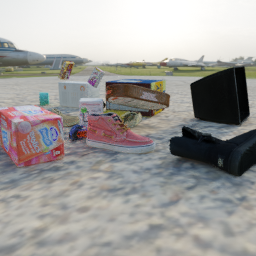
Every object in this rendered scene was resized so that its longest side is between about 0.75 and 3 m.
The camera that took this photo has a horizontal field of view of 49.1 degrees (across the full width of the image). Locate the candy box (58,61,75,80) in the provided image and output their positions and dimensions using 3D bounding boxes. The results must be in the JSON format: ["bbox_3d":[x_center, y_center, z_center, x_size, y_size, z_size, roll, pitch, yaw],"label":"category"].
[{"bbox_3d":[-2.752,-2.561,12.471,0.237,0.840,0.490,37,26,20],"label":"candy box"}]

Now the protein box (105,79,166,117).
[{"bbox_3d":[0.459,-1.677,14.762,2.470,1.666,2.452,6,15,23],"label":"protein box"}]

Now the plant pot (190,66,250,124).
[{"bbox_3d":[4.220,-1.453,12.978,2.137,2.404,2.409,-5,9,32],"label":"plant pot"}]

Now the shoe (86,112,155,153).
[{"bbox_3d":[-0.275,0.109,8.700,2.316,1.053,0.827,6,15,23],"label":"shoe"}]

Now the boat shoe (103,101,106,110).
[{"bbox_3d":[-1.633,-0.892,13.930,0.629,0.698,1.935,-34,17,20],"label":"boat shoe"}]

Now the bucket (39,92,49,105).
[{"bbox_3d":[-5.150,-1.805,17.197,0.559,0.860,0.860,-3,14,-12],"label":"bucket"}]

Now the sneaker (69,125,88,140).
[{"bbox_3d":[-1.485,0.140,9.846,0.529,0.508,1.349,19,25,40],"label":"sneaker"}]

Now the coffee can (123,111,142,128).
[{"bbox_3d":[0.207,-0.375,11.712,0.581,0.581,0.793,5,14,19],"label":"coffee can"}]

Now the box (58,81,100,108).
[{"bbox_3d":[-2.888,-1.992,16.562,2.314,1.439,1.128,9,16,33],"label":"box"}]

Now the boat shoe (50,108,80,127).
[{"bbox_3d":[-3.103,-0.448,11.750,2.170,0.705,0.783,-1,14,-4],"label":"boat shoe"}]

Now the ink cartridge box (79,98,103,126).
[{"bbox_3d":[-1.407,-0.509,10.874,0.905,1.233,0.901,-1,14,-4],"label":"ink cartridge box"}]

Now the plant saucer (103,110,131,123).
[{"bbox_3d":[-0.676,-0.504,12.644,1.693,0.410,1.692,5,15,18],"label":"plant saucer"}]

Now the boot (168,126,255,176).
[{"bbox_3d":[2.578,0.376,7.780,2.477,0.946,2.081,-21,28,-40],"label":"boot"}]

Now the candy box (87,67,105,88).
[{"bbox_3d":[-1.612,-2.534,14.046,0.270,0.884,0.603,16,19,-50],"label":"candy box"}]

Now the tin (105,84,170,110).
[{"bbox_3d":[0.421,-1.171,11.046,2.773,0.581,1.553,8,-13,-30],"label":"tin"}]

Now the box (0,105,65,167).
[{"bbox_3d":[-2.976,0.106,8.340,1.326,1.223,2.584,-9,16,-34],"label":"box"}]
